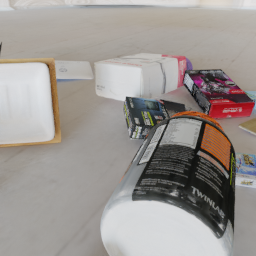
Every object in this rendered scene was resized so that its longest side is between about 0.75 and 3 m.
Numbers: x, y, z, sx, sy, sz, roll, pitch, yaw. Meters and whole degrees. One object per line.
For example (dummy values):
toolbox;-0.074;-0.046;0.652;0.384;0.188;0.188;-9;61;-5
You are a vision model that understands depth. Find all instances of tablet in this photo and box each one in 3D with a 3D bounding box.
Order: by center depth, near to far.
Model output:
tablet;-2.864;-2.593;12.292;2.528;0.173;1.645;-3;39;-16

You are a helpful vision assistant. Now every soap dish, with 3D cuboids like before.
soap dish;-3.231;-0.646;7.326;2.820;2.219;1.145;-4;12;-7

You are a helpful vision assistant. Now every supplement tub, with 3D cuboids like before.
supplement tub;0.867;0.922;4.705;1.774;1.774;2.897;10;30;17

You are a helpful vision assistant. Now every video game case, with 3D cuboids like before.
video game case;2.457;0.901;6.365;0.929;0.233;1.025;7;30;12

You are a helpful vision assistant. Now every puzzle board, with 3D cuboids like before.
puzzle board;4.382;-0.003;8.103;1.896;0.165;1.429;-19;35;-29

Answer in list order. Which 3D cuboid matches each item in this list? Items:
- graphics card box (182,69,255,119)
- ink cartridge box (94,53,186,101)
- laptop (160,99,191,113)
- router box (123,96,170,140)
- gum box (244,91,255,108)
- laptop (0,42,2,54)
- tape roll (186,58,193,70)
graphics card box;2.955;-1.220;9.479;1.484;0.602;2.365;-4;37;-10
ink cartridge box;0.504;-1.908;10.113;2.100;1.186;2.866;16;27;35
laptop;1.575;-0.784;9.153;0.823;0.509;0.879;16;32;25
router box;0.536;-0.270;7.756;1.147;0.476;1.531;4;35;-13
gum box;4.629;-0.969;9.513;1.463;0.326;1.243;1;21;5
laptop;-5.832;-2.590;11.399;1.633;0.946;1.529;-13;40;3
tape roll;2.085;-2.389;11.472;1.049;1.049;0.446;12;26;21
